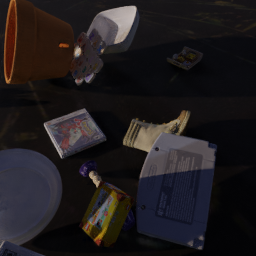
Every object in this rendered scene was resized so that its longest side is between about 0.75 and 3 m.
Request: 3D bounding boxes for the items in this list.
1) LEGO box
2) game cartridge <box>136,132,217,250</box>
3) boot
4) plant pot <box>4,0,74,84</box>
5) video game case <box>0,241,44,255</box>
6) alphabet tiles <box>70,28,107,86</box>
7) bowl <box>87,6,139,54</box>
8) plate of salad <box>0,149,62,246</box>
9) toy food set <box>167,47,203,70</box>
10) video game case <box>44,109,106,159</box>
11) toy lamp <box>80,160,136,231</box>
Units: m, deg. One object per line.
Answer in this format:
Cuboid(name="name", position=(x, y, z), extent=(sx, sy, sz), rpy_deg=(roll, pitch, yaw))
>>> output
Cuboid(name="LEGO box", position=(-0.488, 1.910, 6.280), extent=(0.861, 0.446, 1.156), rpy_deg=(20, 83, 50))
Cuboid(name="game cartridge", position=(1.162, 1.417, 6.940), extent=(1.758, 0.533, 2.636), rpy_deg=(14, 62, 8))
Cuboid(name="boot", position=(0.936, 0.014, 8.603), extent=(1.628, 0.762, 2.095), rpy_deg=(19, 52, 18))
Cuboid(name="plant pot", position=(-3.280, -2.984, 10.298), extent=(2.051, 2.930, 2.930), rpy_deg=(3, 40, -30))
Cuboid(name="video game case", position=(-1.812, 3.297, 4.920), extent=(1.928, 0.243, 2.116), rpy_deg=(25, 35, -7))
Cuboid(name="alphabet tiles", position=(-1.583, -2.675, 10.546), extent=(0.147, 1.972, 2.016), rpy_deg=(9, 42, -46))
Cuboid(name="bowl", position=(-0.593, -4.019, 11.891), extent=(2.245, 0.838, 2.242), rpy_deg=(3, 62, 32))
Cuboid(name="plate of salad", position=(-2.570, 1.535, 6.101), extent=(2.327, 2.327, 0.559), rpy_deg=(-30, 30, -27))
Cuboid(name="toy food set", position=(2.422, -3.007, 11.866), extent=(0.977, 0.411, 1.362), rpy_deg=(32, 53, 28))
Cuboid(name="video game case", position=(-1.701, 0.110, 8.885), extent=(1.476, 0.186, 1.619), rpy_deg=(-23, 49, -21))
Cuboid(name="toy lamp", position=(-0.532, 1.668, 7.035), extent=(0.588, 0.588, 2.020), rpy_deg=(-27, 52, -25))
